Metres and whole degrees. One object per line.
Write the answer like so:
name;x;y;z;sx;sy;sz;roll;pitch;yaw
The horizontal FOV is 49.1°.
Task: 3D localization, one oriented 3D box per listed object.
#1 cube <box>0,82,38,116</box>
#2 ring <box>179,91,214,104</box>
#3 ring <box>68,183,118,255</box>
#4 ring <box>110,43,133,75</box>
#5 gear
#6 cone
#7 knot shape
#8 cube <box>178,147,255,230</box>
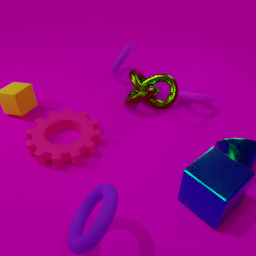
cube;-3.576;-0.947;9.083;0.788;0.788;0.788;9;36;22
ring;2.272;-1.026;9.305;1.174;0.235;1.174;11;8;-2
ring;-0.685;1.711;5.396;0.286;1.429;1.429;36;40;-17
ring;-0.259;-2.634;10.660;0.272;1.361;1.361;33;45;-6
gear;-1.863;0.243;8.205;2.095;0.387;2.095;0;42;0
cone;2.819;1.062;7.161;1.241;1.241;1.245;8;69;9
knot shape;0.827;-1.304;9.548;1.785;0.882;1.908;8;41;5
cube;1.980;1.357;6.446;1.126;1.126;1.126;-31;50;-30
